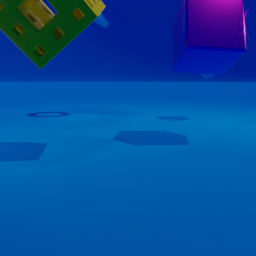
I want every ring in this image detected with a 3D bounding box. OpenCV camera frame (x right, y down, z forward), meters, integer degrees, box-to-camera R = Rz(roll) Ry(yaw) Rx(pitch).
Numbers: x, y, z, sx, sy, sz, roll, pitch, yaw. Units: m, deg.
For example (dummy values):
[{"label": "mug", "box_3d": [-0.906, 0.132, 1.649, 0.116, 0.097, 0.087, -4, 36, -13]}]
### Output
[{"label": "ring", "box_3d": [-1.408, -4.439, 10.574, 1.711, 0.342, 1.711, 39, 7, -6]}]

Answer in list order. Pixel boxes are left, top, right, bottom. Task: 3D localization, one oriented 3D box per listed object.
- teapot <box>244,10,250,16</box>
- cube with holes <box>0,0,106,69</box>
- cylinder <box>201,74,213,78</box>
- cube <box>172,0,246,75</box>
[{"label": "teapot", "box_3d": [3.512, -3.845, 9.209, 1.063, 0.520, 0.661, 9, 20, -14]}, {"label": "cube with holes", "box_3d": [-1.445, -2.225, 5.078, 1.393, 1.393, 1.393, -35, 23, 19]}, {"label": "cylinder", "box_3d": [2.841, -2.478, 10.192, 0.954, 0.954, 0.954, 40, 2, -13]}, {"label": "cube", "box_3d": [1.821, -2.132, 6.590, 1.311, 1.311, 1.311, 3, -12, -4]}]
